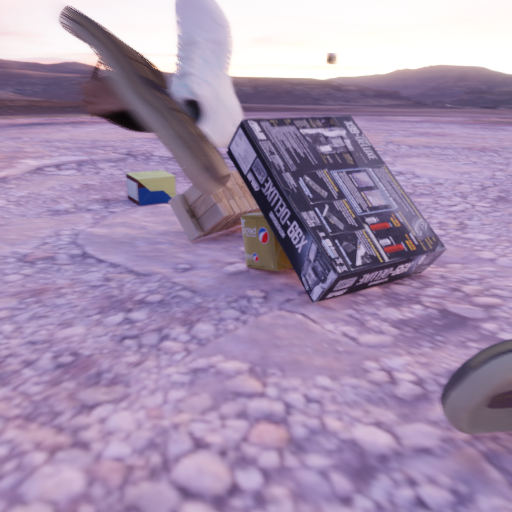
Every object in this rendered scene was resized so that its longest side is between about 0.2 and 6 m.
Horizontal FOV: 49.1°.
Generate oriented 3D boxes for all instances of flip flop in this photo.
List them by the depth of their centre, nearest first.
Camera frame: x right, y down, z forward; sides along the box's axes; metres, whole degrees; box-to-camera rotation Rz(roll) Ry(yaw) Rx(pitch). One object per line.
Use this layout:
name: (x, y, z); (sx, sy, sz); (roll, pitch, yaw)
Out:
flip flop: (3.009, 1.109, 4.496); (3.009, 1.220, 0.866); (-5, 35, -10)
flip flop: (-1.361, -1.632, 6.037); (2.898, 0.834, 1.175); (52, 15, 17)

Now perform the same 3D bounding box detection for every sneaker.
sneaker: (-1.061, -3.510, 10.608); (1.081, 3.075, 1.232); (0, 19, 36)

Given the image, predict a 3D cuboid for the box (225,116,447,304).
box: (1.173, -0.866, 8.412); (2.266, 0.715, 2.873); (-12, 61, -35)

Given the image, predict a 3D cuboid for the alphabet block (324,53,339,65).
alphabet block: (1.465, -3.818, 10.853); (0.209, 0.212, 0.208); (21, 31, 32)

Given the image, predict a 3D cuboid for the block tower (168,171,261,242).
block tower: (-0.156, -1.221, 11.341); (0.964, 0.900, 3.333); (-36, -8, 41)

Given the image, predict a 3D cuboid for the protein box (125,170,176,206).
protein box: (-2.572, -1.668, 13.675); (0.971, 0.660, 0.978); (-9, 20, -26)

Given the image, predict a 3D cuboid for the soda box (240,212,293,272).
soda box: (1.040, -0.435, 9.323); (2.604, 0.882, 0.834); (-13, 12, -34)
